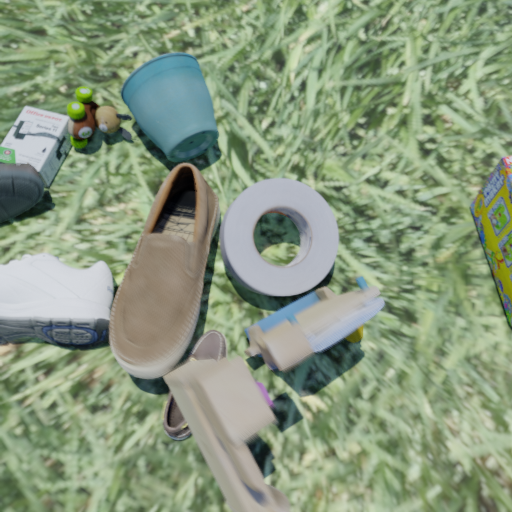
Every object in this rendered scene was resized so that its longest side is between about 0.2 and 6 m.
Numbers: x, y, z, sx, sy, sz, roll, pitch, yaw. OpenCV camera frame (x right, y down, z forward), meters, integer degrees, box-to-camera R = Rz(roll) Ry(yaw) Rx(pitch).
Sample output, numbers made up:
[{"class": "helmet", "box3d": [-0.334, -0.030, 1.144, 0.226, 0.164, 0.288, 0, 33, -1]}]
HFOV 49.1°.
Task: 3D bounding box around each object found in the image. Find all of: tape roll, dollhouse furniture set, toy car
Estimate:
[{"class": "tape roll", "box3d": [0.337, -0.263, 8.622, 1.780, 0.588, 1.780, 1, 84, -12]}, {"class": "dollhouse furniture set", "box3d": [0.768, 1.637, 6.947, 3.020, 2.851, 1.971, -27, 88, -20]}, {"class": "toy car", "box3d": [-2.705, -2.342, 9.872, 1.040, 0.854, 0.820, 13, 54, -3]}]

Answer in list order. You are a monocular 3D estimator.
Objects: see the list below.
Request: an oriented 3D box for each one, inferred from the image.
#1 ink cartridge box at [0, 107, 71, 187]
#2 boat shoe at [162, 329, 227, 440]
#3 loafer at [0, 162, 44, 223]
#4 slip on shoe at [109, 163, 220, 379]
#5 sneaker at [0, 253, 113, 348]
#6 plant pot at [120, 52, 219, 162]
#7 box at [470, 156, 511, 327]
[{"class": "ink cartridge box", "box3d": [-3.860, -1.935, 9.849, 0.910, 0.516, 1.242, 14, 64, 7]}, {"class": "boat shoe", "box3d": [-0.865, 1.778, 8.029, 0.602, 0.499, 1.677, 21, 66, 10]}, {"class": "loafer", "box3d": [-5.126, -0.989, 9.076, 3.250, 1.168, 1.022, -19, 55, -5]}, {"class": "slip on shoe", "box3d": [-1.307, 0.084, 8.250, 1.290, 1.028, 3.393, 10, 54, 12]}, {"class": "sneaker", "box3d": [-3.586, 0.605, 8.427, 3.019, 1.125, 1.315, 6, 55, -6]}, {"class": "plant pot", "box3d": [-1.359, -2.460, 9.686, 1.483, 1.483, 1.394, -26, 80, -12]}, {"class": "box", "box3d": [4.925, -0.302, 8.542, 2.353, 1.436, 2.267, -6, 63, -4]}]
